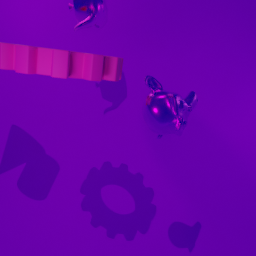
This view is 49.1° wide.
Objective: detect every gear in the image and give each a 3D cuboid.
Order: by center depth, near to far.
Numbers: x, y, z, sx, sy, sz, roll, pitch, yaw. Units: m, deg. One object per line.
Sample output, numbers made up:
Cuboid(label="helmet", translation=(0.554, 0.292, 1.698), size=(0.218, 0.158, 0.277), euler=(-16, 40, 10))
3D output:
Cuboid(label="gear", translation=(-1.095, -1.097, 4.643), size=(1.992, 1.992, 0.368), euler=(8, 103, 3))

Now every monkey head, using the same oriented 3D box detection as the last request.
Cuboid(label="monkey head", translation=(0.644, -0.307, 4.376), size=(0.710, 1.177, 0.847), euler=(14, 41, 38))

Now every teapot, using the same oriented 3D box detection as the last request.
Cuboid(label="teapot", translation=(-1.034, -3.077, 7.117), size=(0.954, 1.211, 1.948), euler=(-5, 56, 3))
